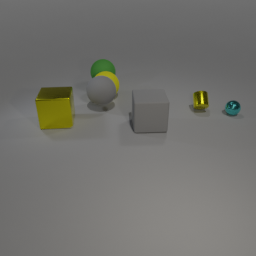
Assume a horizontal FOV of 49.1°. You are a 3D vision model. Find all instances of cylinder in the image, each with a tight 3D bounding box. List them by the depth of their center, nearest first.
[{"bbox_3d":[3.440,-1.310,13.240,0.700,0.700,0.700,0,73,0],"label":"cylinder"}]

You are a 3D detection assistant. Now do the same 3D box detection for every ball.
[{"bbox_3d":[4.873,-0.936,13.018,0.700,0.700,0.700,0,29,0],"label":"ball"},{"bbox_3d":[-1.250,-1.761,13.212,1.400,1.400,1.400,0,29,0],"label":"ball"},{"bbox_3d":[-1.151,-2.230,14.560,1.400,1.400,1.400,0,29,0],"label":"ball"},{"bbox_3d":[-1.389,-3.125,15.619,1.400,1.400,1.400,0,29,0],"label":"ball"}]

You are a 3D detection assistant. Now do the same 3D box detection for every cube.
[{"bbox_3d":[0.910,-0.746,11.870,1.400,1.400,1.400,-2,31,-2],"label":"cube"},{"bbox_3d":[-3.118,-0.899,12.228,1.400,1.400,1.400,-3,30,-5],"label":"cube"}]
